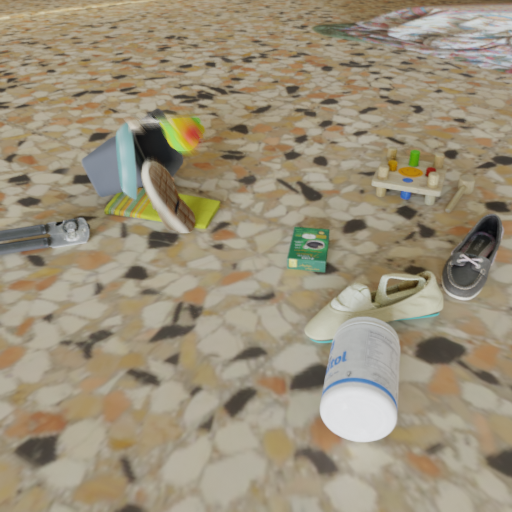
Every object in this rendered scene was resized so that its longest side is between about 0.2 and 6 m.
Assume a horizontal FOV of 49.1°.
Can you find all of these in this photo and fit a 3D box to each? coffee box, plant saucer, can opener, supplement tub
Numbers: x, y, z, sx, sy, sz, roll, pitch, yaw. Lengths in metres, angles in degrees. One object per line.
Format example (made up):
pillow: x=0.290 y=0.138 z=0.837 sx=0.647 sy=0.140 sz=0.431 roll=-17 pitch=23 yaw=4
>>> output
coffee box: x=1.072 y=-0.147 z=11.382 sx=0.784 sy=0.280 sz=1.275 roll=5 pitch=34 yaw=7
plant saucer: x=-2.631 y=-1.904 z=11.287 sx=0.279 sy=1.552 sz=1.552 roll=-6 pitch=34 yaw=-16
can opener: x=-4.501 y=-0.390 z=11.702 sx=2.021 sy=0.539 sz=0.676 roll=-10 pitch=2 yaw=-13
supplement tub: x=1.502 y=1.718 z=7.936 sx=1.026 sy=1.026 sz=1.556 roll=7 pitch=34 yaw=11

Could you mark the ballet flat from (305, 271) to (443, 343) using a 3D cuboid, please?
ballet flat: x=1.999 y=0.763 z=9.494 sx=2.583 sy=0.897 sz=0.897 roll=-11 pitch=36 yaw=-18

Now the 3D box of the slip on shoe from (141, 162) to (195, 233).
slip on shoe: x=-1.919 y=-1.151 z=11.534 sx=0.585 sy=1.931 sz=0.734 roll=0 pitch=60 yaw=25

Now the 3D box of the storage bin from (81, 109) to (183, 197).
storage bin: x=-2.921 y=-2.266 z=13.415 sx=1.615 sy=1.750 sz=2.405 roll=-16 pitch=24 yaw=16

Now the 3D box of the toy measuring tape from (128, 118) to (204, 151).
toy measuring tape: x=-1.694 y=-2.375 z=11.054 sx=0.693 sy=0.693 sz=1.883 roll=25 pitch=27 yaw=32

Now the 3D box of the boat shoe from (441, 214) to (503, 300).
boat shoe: x=4.216 y=-0.057 z=10.866 sx=0.822 sy=0.701 sz=2.459 roll=19 pitch=38 yaw=26

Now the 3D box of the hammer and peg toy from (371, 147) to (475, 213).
hammer and peg toy: x=4.063 y=-1.894 z=13.502 sx=2.302 sy=0.812 sz=1.693 roll=13 pitch=36 yaw=18

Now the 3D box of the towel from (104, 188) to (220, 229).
towel: x=-2.152 y=-1.095 z=12.886 sx=2.494 sy=0.225 sz=1.073 roll=10 pitch=42 yaw=13
